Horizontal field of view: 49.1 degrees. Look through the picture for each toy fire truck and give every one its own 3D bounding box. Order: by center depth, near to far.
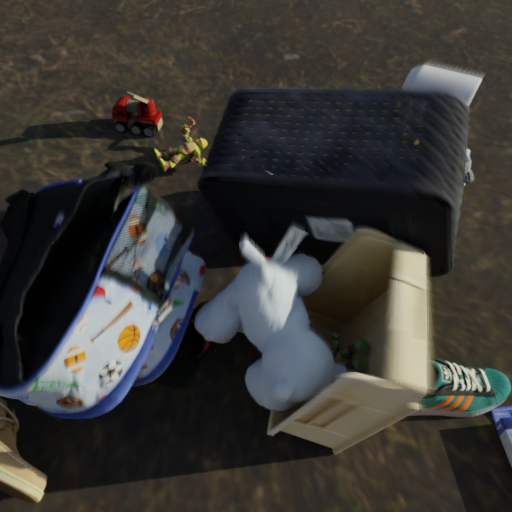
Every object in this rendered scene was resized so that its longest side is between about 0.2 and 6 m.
[{"bbox_3d":[-2.612,-3.151,11.946,1.024,1.163,0.749,11,50,9],"label":"toy fire truck"}]

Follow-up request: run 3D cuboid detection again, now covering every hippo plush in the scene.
[{"bbox_3d":[0.486,0.996,7.539,1.854,2.327,1.871,-16,66,-36],"label":"hippo plush"}]

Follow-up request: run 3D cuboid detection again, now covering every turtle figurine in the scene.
[{"bbox_3d":[1.106,1.398,7.954,0.645,0.870,0.897,-32,97,-48],"label":"turtle figurine"},{"bbox_3d":[-1.502,-2.220,11.626,1.151,0.460,1.427,-24,64,-9],"label":"turtle figurine"}]

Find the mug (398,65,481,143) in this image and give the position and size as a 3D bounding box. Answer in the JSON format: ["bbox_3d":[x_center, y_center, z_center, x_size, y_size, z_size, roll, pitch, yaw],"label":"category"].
[{"bbox_3d":[2.848,-2.446,9.106,1.067,1.300,1.041,27,10,11],"label":"mug"}]

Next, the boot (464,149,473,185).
[{"bbox_3d":[3.741,-1.543,10.876,0.926,0.713,1.938,8,49,15],"label":"boot"}]

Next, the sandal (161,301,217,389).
[{"bbox_3d":[-0.956,1.319,8.701,0.600,0.360,1.597,17,52,14],"label":"sandal"}]

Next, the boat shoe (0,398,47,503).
[{"bbox_3d":[-3.710,2.265,7.508,2.724,0.971,0.879,26,55,22],"label":"boat shoe"}]

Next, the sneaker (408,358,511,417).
[{"bbox_3d":[2.740,1.846,7.976,1.932,0.772,0.690,-5,50,-3],"label":"sneaker"}]

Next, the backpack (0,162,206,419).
[{"bbox_3d":[-2.426,0.595,7.659,3.249,2.503,3.095,-5,52,45],"label":"backpack"}]

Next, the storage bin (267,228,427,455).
[{"bbox_3d":[1.245,1.162,7.530,1.057,2.239,2.256,24,49,-11],"label":"storage bin"}]

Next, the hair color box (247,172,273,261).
[{"bbox_3d":[0.144,-0.801,10.346,0.945,0.570,1.862,-16,51,-14],"label":"hair color box"}]

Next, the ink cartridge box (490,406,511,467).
[{"bbox_3d":[3.878,2.663,7.623,0.867,0.305,1.453,-5,48,-4],"label":"ink cartridge box"}]

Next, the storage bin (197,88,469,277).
[{"bbox_3d":[1.179,-1.026,8.172,3.430,2.319,1.608,8,65,22],"label":"storage bin"}]
